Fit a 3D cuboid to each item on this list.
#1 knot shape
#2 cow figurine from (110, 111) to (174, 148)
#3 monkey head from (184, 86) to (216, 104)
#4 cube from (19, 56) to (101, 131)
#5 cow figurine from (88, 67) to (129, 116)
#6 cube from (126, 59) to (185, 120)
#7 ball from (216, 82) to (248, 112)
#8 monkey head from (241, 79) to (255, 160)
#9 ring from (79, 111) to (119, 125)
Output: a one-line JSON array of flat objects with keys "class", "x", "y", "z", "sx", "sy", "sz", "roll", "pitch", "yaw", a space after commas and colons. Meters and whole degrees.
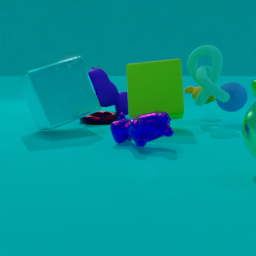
[{"class": "knot shape", "x": 1.982, "y": -1.140, "z": 7.034, "sx": 0.718, "sy": 1.555, "sz": 1.455, "roll": -11, "pitch": -27, "yaw": 3}, {"class": "cow figurine", "x": 0.243, "y": -0.024, "z": 5.223, "sx": 1.135, "sy": 0.623, "sz": 1.116, "roll": -18, "pitch": 13, "yaw": -1}, {"class": "monkey head", "x": 2.307, "y": -1.116, "z": 8.384, "sx": 1.107, "sy": 0.796, "sz": 0.667, "roll": 16, "pitch": 4, "yaw": 33}, {"class": "cube", "x": -1.550, "y": -0.730, "z": 6.277, "sx": 1.229, "sy": 1.229, "sz": 1.229, "roll": -24, "pitch": 10, "yaw": -26}, {"class": "cow figurine", "x": -0.535, "y": -1.050, "z": 8.108, "sx": 1.629, "sy": 1.655, "sz": 0.909, "roll": -27, "pitch": 5, "yaw": -31}, {"class": "cube", "x": 0.663, "y": -0.813, "z": 6.563, "sx": 1.194, "sy": 1.194, "sz": 1.194, "roll": -4, "pitch": -5, "yaw": 9}, {"class": "ball", "x": 2.714, "y": -0.808, "z": 7.343, "sx": 0.779, "sy": 0.779, "sz": 0.779, "roll": 0, "pitch": 11, "yaw": 0}, {"class": "monkey head", "x": 2.001, "y": -0.117, "z": 3.441, "sx": 1.118, "sy": 1.335, "sz": 1.856, "roll": -2, "pitch": 48, "yaw": 19}, {"class": "ring", "x": -0.780, "y": -0.294, "z": 7.858, "sx": 1.176, "sy": 0.235, "sz": 1.176, "roll": 0, "pitch": 11, "yaw": 0}]
